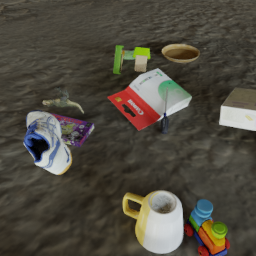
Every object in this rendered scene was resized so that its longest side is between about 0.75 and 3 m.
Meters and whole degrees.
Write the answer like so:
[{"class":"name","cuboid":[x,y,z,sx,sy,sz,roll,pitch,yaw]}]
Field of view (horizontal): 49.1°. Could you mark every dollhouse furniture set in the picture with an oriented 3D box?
[{"class":"dollhouse furniture set","cuboid":[0.157,-3.598,15.332,1.827,1.400,2.790,5,11,-4]}]

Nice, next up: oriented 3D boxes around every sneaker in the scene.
[{"class":"sneaker","cuboid":[-2.965,0.229,9.573,1.120,1.311,2.975,-46,54,7]}]

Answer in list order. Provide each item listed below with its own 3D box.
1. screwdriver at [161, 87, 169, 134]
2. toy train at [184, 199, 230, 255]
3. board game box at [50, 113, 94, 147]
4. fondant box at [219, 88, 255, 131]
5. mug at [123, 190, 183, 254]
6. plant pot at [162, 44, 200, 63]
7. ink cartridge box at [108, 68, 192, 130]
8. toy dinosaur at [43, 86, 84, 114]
[{"class":"screwdriver","cuboid":[1.530,-0.773,11.620,0.335,0.321,2.302,-25,48,38]},{"class":"toy train","cuboid":[2.267,2.846,7.079,0.843,1.152,1.990,-16,42,-17]},{"class":"board game box","cuboid":[-2.553,0.044,11.184,2.079,0.336,1.248,13,37,15]},{"class":"fondant box","cuboid":[4.997,-0.789,11.135,2.009,0.811,2.784,12,28,27]},{"class":"mug","cuboid":[0.715,2.392,7.469,1.666,1.368,1.334,-2,40,-2]},{"class":"plant pot","cuboid":[3.098,-4.380,16.534,2.226,0.306,2.226,-1,40,1]},{"class":"ink cartridge box","cuboid":[0.944,-1.380,12.287,2.908,0.728,2.340,-25,57,-30]},{"class":"toy dinosaur","cuboid":[-2.792,-1.240,12.069,2.125,0.936,0.504,12,34,26]}]
